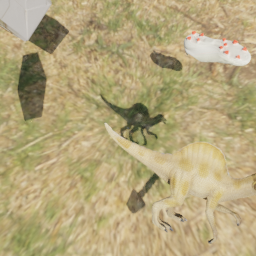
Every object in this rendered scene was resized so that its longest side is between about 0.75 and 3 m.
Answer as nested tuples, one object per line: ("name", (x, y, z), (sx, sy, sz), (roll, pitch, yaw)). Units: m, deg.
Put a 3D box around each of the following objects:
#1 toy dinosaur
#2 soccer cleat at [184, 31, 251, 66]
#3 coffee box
("toy dinosaur", (0.626, 0.606, 3.145), (1.996, 0.581, 1.009), (17, 96, 10))
("soccer cleat", (1.611, -1.384, 5.138), (1.282, 0.497, 0.444), (30, 65, 29))
("coffee box", (-3.068, -2.968, 5.517), (2.624, 1.501, 1.046), (33, 90, 17))
